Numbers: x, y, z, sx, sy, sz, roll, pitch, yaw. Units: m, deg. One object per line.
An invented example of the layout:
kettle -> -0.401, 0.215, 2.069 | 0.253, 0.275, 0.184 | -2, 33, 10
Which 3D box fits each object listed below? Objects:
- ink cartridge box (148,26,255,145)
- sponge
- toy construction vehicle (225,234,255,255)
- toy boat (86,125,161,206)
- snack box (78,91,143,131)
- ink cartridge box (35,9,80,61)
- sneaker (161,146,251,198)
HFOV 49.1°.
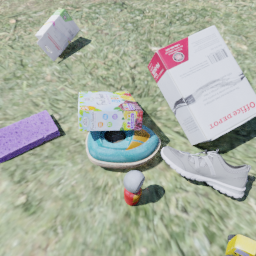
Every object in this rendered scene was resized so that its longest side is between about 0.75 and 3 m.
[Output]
ink cartridge box -> 2.069, -1.116, 7.695 | 1.947, 1.118, 2.681 | -26, 84, -15
sponge -> -2.925, 0.192, 7.898 | 1.771, 0.264, 0.988 | -27, 54, -19
toy construction vehicle -> 3.438, 2.219, 5.549 | 2.509, 0.884, 2.185 | 23, 49, 20
toy boat -> -0.021, 0.680, 6.915 | 1.966, 1.087, 2.338 | -5, 49, -10
snack box -> -0.560, -0.512, 7.489 | 1.517, 0.565, 2.133 | -2, 19, -9
ink cartridge box -> -2.642, -3.362, 10.212 | 0.568, 0.989, 1.688 | 16, 66, 41
sneaker -> 1.873, 0.840, 6.809 | 2.167, 0.889, 0.810 | 22, 11, 7
